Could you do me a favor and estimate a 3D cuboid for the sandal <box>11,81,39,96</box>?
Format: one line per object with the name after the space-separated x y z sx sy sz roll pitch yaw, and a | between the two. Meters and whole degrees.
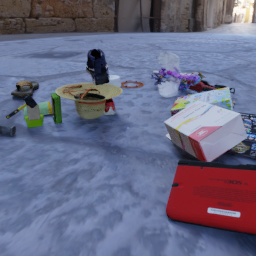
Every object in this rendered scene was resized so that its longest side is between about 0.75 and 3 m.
-4.940 -2.017 13.552 0.975 0.651 2.386 2 23 4 | sandal

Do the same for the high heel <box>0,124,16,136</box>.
-4.586 0.142 8.189 1.679 0.841 2.356 8 7 2 | high heel

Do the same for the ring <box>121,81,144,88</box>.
0.186 -2.367 15.036 1.333 0.128 1.333 0 24 0 | ring

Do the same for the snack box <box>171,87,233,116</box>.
2.680 -0.793 10.098 1.991 0.674 1.679 -9 19 21 | snack box

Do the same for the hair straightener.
4.109 -2.053 13.589 1.108 0.589 2.881 -12 20 -27 | hair straightener

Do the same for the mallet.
-2.689 -0.509 6.894 0.954 0.314 0.196 -21 25 18 | mallet

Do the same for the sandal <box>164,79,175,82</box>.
2.477 -2.560 15.271 1.073 0.437 0.264 -3 -17 -5 | sandal

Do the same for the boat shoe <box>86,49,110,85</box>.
-0.962 -2.067 8.624 0.721 0.895 1.931 -14 32 -11 | boat shoe

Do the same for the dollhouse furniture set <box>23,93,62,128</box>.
-3.300 -0.894 10.530 1.296 0.993 1.978 -9 25 -20 | dollhouse furniture set

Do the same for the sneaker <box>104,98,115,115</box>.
-0.760 -1.027 11.265 0.593 0.654 1.541 -5 24 -12 | sneaker

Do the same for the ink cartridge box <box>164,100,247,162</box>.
1.990 -0.033 8.023 1.368 0.792 2.348 -31 23 -10 | ink cartridge box

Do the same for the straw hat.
-1.428 -0.921 10.521 2.499 1.058 2.499 1 23 0 | straw hat

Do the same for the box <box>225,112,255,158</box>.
4.241 0.256 8.398 2.407 0.598 2.389 9 26 20 | box

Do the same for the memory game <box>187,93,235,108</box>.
3.559 -1.215 12.347 2.266 0.144 2.266 0 23 0 | memory game

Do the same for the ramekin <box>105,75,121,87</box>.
-0.853 -2.437 14.683 0.992 0.483 0.992 -3 25 1 | ramekin

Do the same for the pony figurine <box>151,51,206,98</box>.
2.173 -2.490 13.546 2.412 2.080 2.498 0 7 -24 | pony figurine

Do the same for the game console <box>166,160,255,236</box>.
2.212 1.370 5.821 2.277 1.351 1.962 -1 51 32 | game console
